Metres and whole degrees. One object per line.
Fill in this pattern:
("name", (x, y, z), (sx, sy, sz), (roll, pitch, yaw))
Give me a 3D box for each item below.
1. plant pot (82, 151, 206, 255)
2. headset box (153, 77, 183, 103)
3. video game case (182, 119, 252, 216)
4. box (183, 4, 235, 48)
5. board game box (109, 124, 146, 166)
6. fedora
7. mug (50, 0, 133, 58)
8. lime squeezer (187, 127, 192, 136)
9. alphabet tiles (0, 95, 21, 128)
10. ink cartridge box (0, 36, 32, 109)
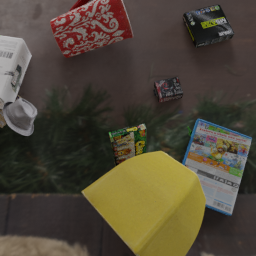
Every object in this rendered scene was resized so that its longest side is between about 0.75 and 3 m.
("plant pot", (0.702, 2.012, 7.280), (2.346, 2.294, 2.279), (-41, 44, -15))
("headset box", (1.496, -1.463, 10.750), (1.046, 0.392, 0.778), (-12, 72, -4))
("video game case", (2.981, 1.304, 9.822), (2.048, 0.255, 2.861), (20, 75, 6))
("box", (3.334, -4.274, 11.705), (1.664, 0.395, 1.607), (-15, 69, -5))
("board game box", (0.041, 0.637, 8.744), (1.075, 2.052, 0.241), (-17, 57, -7))
("fedora", (-3.651, -0.504, 9.782), (0.669, 1.310, 1.482), (-40, 39, 13))
("mug", (-1.441, -4.060, 11.024), (2.766, 1.846, 2.456), (-21, 38, 3))
("lime squeezer", (2.443, 0.233, 10.233), (1.004, 0.354, 0.189), (35, 53, -20))
("alphabet tiles", (-4.907, -0.787, 10.701), (1.343, 0.061, 1.606), (36, 75, 11))
("ink cartridge box", (-5.059, -2.136, 10.559), (1.888, 1.090, 2.594), (10, 69, 3))
